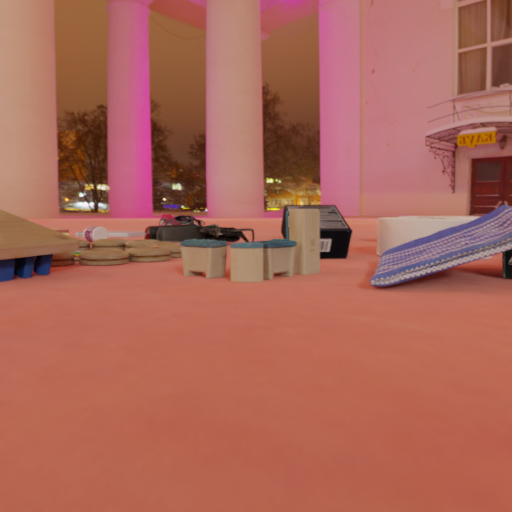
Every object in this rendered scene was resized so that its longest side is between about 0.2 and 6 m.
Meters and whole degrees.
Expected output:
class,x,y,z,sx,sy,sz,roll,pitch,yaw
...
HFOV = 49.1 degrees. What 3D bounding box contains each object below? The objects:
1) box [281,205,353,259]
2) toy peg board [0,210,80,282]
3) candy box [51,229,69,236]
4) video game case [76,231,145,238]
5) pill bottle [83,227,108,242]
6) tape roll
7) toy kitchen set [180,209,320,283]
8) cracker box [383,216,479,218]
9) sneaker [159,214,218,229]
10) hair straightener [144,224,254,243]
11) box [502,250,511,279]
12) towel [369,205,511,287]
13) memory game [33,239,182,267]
class,x,y,z,sx,sy,sz,roll,pitch,yaw
box,0.960,-0.394,9.130,0.930,0.573,0.923,0,32,-10
toy peg board,-3.190,0.003,6.512,1.517,0.745,1.524,19,14,23
candy box,-5.380,-0.564,14.611,0.600,0.287,1.039,-4,6,-41
video game case,-4.237,-0.641,16.398,1.640,0.148,1.174,1,5,14
pill bottle,-3.874,-0.511,13.414,0.394,0.394,0.703,-4,6,-41
tape roll,2.995,-0.318,9.459,1.882,0.658,1.882,0,4,0
toy kitchen set,-0.054,-0.166,6.795,1.096,0.806,1.368,4,6,40
cracker box,4.260,-0.614,13.052,2.228,0.643,1.492,-4,6,-33
sneaker,-1.479,-0.630,13.063,0.739,0.685,1.834,4,6,37
hair straightener,-0.986,-0.373,11.902,2.637,0.540,1.015,2,3,-40
box,4.340,0.017,6.232,2.196,0.540,2.274,-3,5,-39
towel,2.250,-0.161,6.423,1.870,0.308,2.583,-20,-1,15
memory game,-2.904,-0.099,9.420,3.648,0.232,3.648,0,5,0
